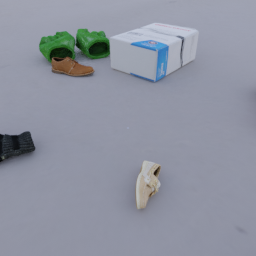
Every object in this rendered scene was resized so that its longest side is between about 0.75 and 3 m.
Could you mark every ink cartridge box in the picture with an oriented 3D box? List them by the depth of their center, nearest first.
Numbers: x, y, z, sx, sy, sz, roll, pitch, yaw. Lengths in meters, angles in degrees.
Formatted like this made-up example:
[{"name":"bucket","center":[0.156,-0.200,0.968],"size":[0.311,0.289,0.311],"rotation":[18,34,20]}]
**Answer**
[{"name":"ink cartridge box","center":[1.006,-2.894,10.263],"size":[2.026,1.180,2.802],"rotation":[25,41,32]}]

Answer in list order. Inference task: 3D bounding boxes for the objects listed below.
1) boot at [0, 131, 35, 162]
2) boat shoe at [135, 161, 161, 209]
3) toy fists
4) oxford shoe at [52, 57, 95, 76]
[{"name":"boot","center":[-2.685,0.236,6.256],"size":[0.962,0.484,1.286],"rotation":[-25,52,-22]},{"name":"boat shoe","center":[0.398,1.013,5.186],"size":[0.405,0.431,1.170],"rotation":[2,33,13]},{"name":"toy fists","center":[-2.082,-3.321,11.117],"size":[2.825,0.971,1.440],"rotation":[-16,37,-20]},{"name":"oxford shoe","center":[-1.950,-2.161,9.762],"size":[1.611,0.574,0.575],"rotation":[9,34,10]}]
